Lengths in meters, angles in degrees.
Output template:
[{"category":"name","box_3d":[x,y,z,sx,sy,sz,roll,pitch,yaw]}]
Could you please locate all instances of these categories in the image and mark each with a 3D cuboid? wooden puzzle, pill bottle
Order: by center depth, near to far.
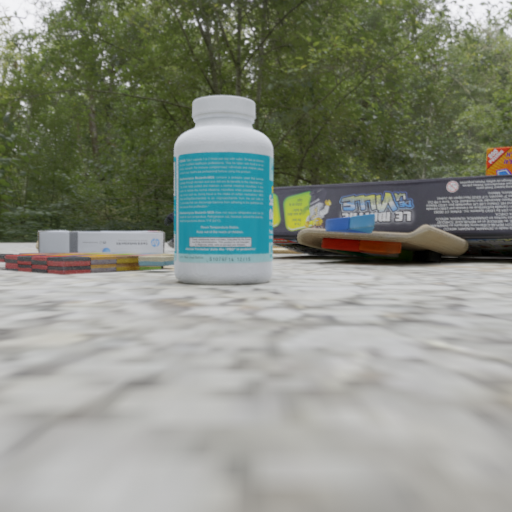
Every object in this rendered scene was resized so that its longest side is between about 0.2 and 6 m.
[{"category":"pill bottle","box_3d":[-0.189,-0.365,3.276,0.583,1.053,0.583,0,3,0]},{"category":"wooden puzzle","box_3d":[-1.438,0.053,4.745,1.890,0.133,1.121,1,2,41]},{"category":"wooden puzzle","box_3d":[1.351,-0.097,5.905,2.251,0.263,1.519,10,-8,-44]}]

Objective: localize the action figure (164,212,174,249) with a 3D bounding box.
[{"category":"action figure","box_3d":[-1.415,-0.415,11.723,0.802,0.689,1.349,18,18,-37]}]

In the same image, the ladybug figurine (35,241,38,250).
[{"category":"ladybug figurine","box_3d":[-4.833,-0.301,13.224,0.650,0.345,0.958,0,2,-2]}]

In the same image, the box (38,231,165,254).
[{"category":"box","box_3d":[-2.715,-0.251,10.188,2.075,0.427,1.618,-1,2,-10]}]

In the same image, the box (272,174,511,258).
[{"category":"box","box_3d":[1.987,-0.411,7.147,3.844,0.667,2.116,1,-6,30]}]

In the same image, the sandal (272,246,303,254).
[{"category":"sandal","box_3d":[0.135,-0.487,10.587,0.956,0.858,2.608,-2,3,-33]}]

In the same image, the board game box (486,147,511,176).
[{"category":"board game box","box_3d":[4.884,-0.882,9.325,1.723,1.723,1.725,2,3,33]}]
